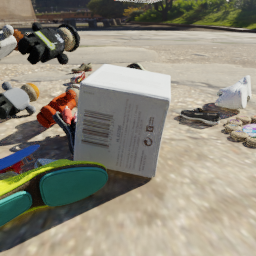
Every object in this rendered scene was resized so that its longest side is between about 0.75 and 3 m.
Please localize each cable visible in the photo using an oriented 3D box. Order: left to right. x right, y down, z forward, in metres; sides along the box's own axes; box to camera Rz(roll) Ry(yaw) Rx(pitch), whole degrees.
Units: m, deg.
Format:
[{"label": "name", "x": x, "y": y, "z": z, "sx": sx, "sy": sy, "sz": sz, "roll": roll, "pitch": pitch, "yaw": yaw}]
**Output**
[{"label": "cable", "x": -1.424, "y": 0.009, "z": 7.318, "sx": 1.060, "sy": 0.549, "sz": 2.183, "roll": 26, "pitch": 16, "yaw": -23}]

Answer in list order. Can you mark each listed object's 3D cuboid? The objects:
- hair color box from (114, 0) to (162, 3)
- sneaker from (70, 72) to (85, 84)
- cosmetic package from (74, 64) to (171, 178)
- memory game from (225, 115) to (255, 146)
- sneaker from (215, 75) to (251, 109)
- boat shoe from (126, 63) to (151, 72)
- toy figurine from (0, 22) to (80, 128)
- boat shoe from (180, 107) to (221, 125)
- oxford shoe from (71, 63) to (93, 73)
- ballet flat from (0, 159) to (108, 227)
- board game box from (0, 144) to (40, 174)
[{"label": "hair color box", "x": 0.783, "y": -3.444, "z": 6.303, "sx": 1.277, "sy": 0.770, "sz": 2.516, "roll": -11, "pitch": 16, "yaw": -30}, {"label": "sneaker", "x": -2.443, "y": -2.496, "z": 13.754, "sx": 0.481, "sy": 0.455, "sz": 1.170, "roll": 6, "pitch": 24, "yaw": 17}, {"label": "cosmetic package", "x": -0.043, "y": -0.309, "z": 6.610, "sx": 1.832, "sy": 1.843, "sz": 2.202, "roll": 10, "pitch": 24, "yaw": 4}, {"label": "memory game", "x": 4.038, "y": 0.065, "z": 8.163, "sx": 2.357, "sy": 0.150, "sz": 2.357, "roll": 0, "pitch": 23, "yaw": 0}, {"label": "sneaker", "x": 4.033, "y": -1.374, "z": 10.717, "sx": 1.134, "sy": 0.965, "sz": 2.564, "roll": -3, "pitch": 18, "yaw": 34}, {"label": "boat shoe", "x": 0.363, "y": -2.452, "z": 13.100, "sx": 0.937, "sy": 0.935, "sz": 2.532, "roll": -17, "pitch": 28, "yaw": -22}, {"label": "toy figurine", "x": -2.884, "y": -1.714, "z": 8.749, "sx": 2.952, "sy": 2.998, "sz": 2.086, "roll": 7, "pitch": 31, "yaw": 24}, {"label": "boat shoe", "x": 2.328, "y": -0.467, "z": 9.075, "sx": 1.345, "sy": 0.406, "sz": 0.497, "roll": 19, "pitch": 30, "yaw": 37}, {"label": "oxford shoe", "x": -2.633, "y": -3.427, "z": 15.845, "sx": 1.359, "sy": 0.508, "sz": 0.479, "roll": -20, "pitch": 30, "yaw": -38}, {"label": "ballet flat", "x": -1.706, "y": 1.008, "z": 4.943, "sx": 2.738, "sy": 0.915, "sz": 0.918, "roll": -17, "pitch": 38, "yaw": -30}, {"label": "board game box", "x": -2.634, "y": 0.940, "z": 5.629, "sx": 1.963, "sy": 0.382, "sz": 1.551, "roll": -24, "pitch": 11, "yaw": -4}]
